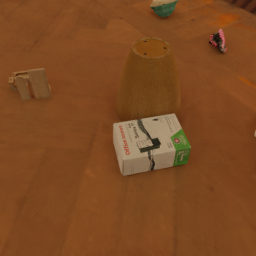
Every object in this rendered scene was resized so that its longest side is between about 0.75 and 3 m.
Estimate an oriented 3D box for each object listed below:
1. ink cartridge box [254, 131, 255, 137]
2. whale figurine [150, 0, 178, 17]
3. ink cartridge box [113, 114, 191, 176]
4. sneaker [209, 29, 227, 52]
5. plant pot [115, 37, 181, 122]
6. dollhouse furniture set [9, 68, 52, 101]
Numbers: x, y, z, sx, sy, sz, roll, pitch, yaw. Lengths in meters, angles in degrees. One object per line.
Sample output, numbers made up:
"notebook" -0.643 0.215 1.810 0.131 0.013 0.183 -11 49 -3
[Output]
"ink cartridge box" 4.530 -0.086 8.942 0.677 0.659 1.053 22 51 18
"whale figurine" 1.904 -6.335 14.600 1.457 0.950 1.831 -10 23 11
"ink cartridge box" 0.634 0.462 8.326 1.992 0.828 1.460 -10 48 -9
"sneaker" 3.989 -3.816 12.523 0.696 0.576 1.459 -11 44 19
"plant pot" 0.678 -1.534 9.050 2.317 2.487 2.317 -1 48 1
"dollhouse furniture set" -3.675 -1.990 10.286 1.441 1.235 1.515 -9 48 -8
